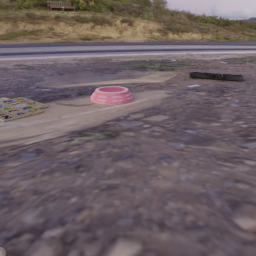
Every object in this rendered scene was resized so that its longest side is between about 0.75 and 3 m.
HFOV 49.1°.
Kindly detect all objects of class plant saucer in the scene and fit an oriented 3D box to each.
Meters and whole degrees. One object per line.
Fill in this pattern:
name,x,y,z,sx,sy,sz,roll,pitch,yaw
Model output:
plant saucer,-0.555,-1.188,9.898,1.523,0.386,1.523,1,20,0

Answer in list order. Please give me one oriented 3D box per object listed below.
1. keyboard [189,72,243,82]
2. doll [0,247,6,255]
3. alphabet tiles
keyboard,4.274,-2.502,13.662,2.456,0.315,1.475,8,15,23
doll,-1.641,1.466,2.899,0.512,0.182,0.750,8,14,43
alphabet tiles,-3.883,-0.627,8.804,2.526,0.080,2.102,17,27,39
